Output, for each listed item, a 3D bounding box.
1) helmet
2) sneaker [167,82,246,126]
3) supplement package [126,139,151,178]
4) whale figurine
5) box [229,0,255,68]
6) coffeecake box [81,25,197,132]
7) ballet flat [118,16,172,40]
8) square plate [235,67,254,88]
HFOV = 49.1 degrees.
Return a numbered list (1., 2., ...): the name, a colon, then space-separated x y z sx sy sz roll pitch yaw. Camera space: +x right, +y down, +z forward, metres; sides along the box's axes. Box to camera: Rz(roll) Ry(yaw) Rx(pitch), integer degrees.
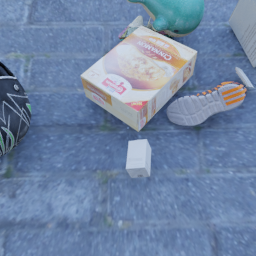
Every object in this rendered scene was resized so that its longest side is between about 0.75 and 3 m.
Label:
1. helmet: -3.914 -0.444 7.350 2.817 2.817 2.685 -40 66 -15
2. sneaker: 2.407 -0.741 8.528 2.347 1.315 0.910 -14 98 28
3. supplement package: 0.304 0.823 7.567 0.537 0.530 0.885 -7 52 18
4. whale figurine: 1.249 -3.988 8.795 2.494 1.294 1.984 25 75 -9
5. box: 5.050 -3.662 8.841 2.442 2.454 2.102 -18 72 -6
6. coffeecake box: 0.356 -1.591 8.433 2.142 1.020 2.791 34 65 23
7. ballet flat: 0.714 -3.516 9.726 2.151 0.765 0.743 -5 30 -3
8. square plate: 3.690 -1.579 8.903 0.110 0.763 0.770 -37 74 31
